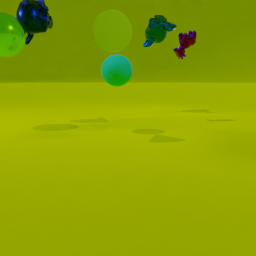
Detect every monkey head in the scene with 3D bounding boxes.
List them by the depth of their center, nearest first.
[{"bbox_3d":[-3.181,-3.742,9.597,1.078,1.789,1.287,-5,5,1],"label":"monkey head"},{"bbox_3d":[1.449,-4.220,12.275,1.352,1.132,1.879,31,56,27],"label":"monkey head"}]

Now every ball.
[{"bbox_3d":[-0.308,-1.592,7.782,0.865,0.865,0.865,0,10,0],"label":"ball"},{"bbox_3d":[-3.701,-2.752,8.289,1.276,1.276,1.276,0,10,0],"label":"ball"}]

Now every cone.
[{"bbox_3d":[-0.479,-2.339,6.792,0.915,0.915,0.919,-3,19,-18],"label":"cone"}]

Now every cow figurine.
[{"bbox_3d":[2.001,-2.874,9.733,0.896,0.882,0.492,-19,26,-21],"label":"cow figurine"}]
